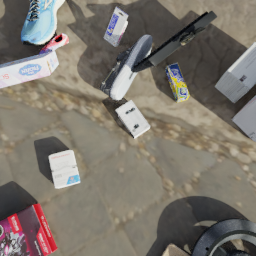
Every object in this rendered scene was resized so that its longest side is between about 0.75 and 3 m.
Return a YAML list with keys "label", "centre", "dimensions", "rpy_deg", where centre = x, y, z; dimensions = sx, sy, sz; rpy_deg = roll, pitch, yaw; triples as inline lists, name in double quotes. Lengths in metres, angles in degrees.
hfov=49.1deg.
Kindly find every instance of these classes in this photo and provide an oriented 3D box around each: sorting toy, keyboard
- label: "sorting toy"
  centre: [1.297, 4.012, 7.422]
  dimensions: [1.307, 0.258, 1.412]
  rpy_deg: [34, 83, 8]
- label: "keyboard"
  centre: [1.415, -2.538, 8.017]
  dimensions: [2.802, 1.683, 0.359]
  rpy_deg: [-42, 107, -22]

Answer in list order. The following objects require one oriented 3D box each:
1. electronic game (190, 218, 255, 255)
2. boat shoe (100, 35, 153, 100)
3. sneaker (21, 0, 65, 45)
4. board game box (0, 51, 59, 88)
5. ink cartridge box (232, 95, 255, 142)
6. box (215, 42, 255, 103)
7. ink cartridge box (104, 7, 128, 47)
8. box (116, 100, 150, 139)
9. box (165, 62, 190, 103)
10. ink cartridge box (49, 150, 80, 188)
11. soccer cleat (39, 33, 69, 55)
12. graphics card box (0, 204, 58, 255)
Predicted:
- label: "electronic game"
  centre: [2.863, 3.716, 7.301]
  dimensions: [2.621, 0.545, 2.621]
  rpy_deg: [1, 81, -6]
- label: "boat shoe"
  centre: [-0.070, -1.960, 8.628]
  dimensions: [0.794, 0.839, 2.398]
  rpy_deg: [24, 77, 20]
- label: "sneaker"
  centre: [-2.841, -3.850, 8.705]
  dimensions: [1.089, 1.250, 2.779]
  rpy_deg: [5, 73, 20]
- label: "board game box"
  centre: [-3.187, -1.546, 7.712]
  dimensions: [2.316, 2.321, 0.478]
  rpy_deg: [-15, 111, -2]
- label: "ink cartridge box"
  centre: [4.318, -0.915, 7.807]
  dimensions: [2.456, 1.779, 1.031]
  rpy_deg: [-43, 79, -9]
- label: "box"
  centre: [3.414, -1.589, 8.247]
  dimensions: [0.822, 1.258, 1.251]
  rpy_deg: [43, 80, 10]
- label: "ink cartridge box"
  centre: [-0.335, -3.000, 8.329]
  dimensions: [0.487, 1.029, 0.191]
  rpy_deg: [40, 39, 14]
- label: "box"
  centre: [0.140, -0.262, 8.416]
  dimensions: [0.591, 0.305, 1.013]
  rpy_deg: [-34, 79, -8]
- label: "box"
  centre: [1.512, -1.402, 8.643]
  dimensions: [0.371, 0.404, 1.155]
  rpy_deg: [-17, 77, -4]
- label: "ink cartridge box"
  centre: [-1.809, 1.182, 8.010]
  dimensions: [0.686, 0.402, 0.937]
  rpy_deg: [-14, 76, -4]
- label: "soccer cleat"
  centre: [-2.391, -2.612, 8.841]
  dimensions: [1.119, 0.428, 0.373]
  rpy_deg: [-29, 78, 9]
- label: "graphics card box"
  centre: [-3.185, 3.136, 7.455]
  dimensions: [2.205, 0.561, 1.383]
  rpy_deg: [-25, 79, -5]
